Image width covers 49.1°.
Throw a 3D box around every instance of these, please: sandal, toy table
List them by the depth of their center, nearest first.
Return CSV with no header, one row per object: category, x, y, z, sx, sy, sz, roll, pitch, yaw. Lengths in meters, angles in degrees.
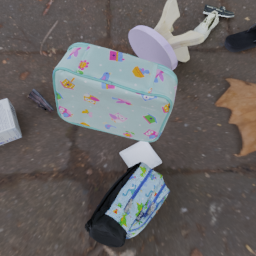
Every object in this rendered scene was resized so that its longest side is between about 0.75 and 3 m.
toy table,1.371,-3.282,10.468,1.603,2.516,2.737,-35,52,-10
sandal,5.413,-3.929,11.749,2.808,0.601,1.068,-25,64,-13

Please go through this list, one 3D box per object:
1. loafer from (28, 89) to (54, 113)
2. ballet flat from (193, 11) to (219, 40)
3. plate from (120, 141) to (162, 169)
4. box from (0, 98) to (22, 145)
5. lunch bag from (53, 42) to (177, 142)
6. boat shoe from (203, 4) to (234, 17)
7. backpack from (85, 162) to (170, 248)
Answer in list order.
loafer,-3.175,-0.916,10.215,0.415,0.473,1.317,-46,63,-3
ballet flat,3.311,-4.394,12.014,0.677,0.677,1.888,31,66,16
plate,0.414,1.005,9.240,1.050,0.170,1.048,-28,64,-15
box,-4.534,-0.117,9.538,1.403,0.736,1.290,-20,63,-12
lunch bag,-0.348,-0.686,6.328,2.635,2.113,1.016,16,59,3
boat shoe,4.086,-5.235,12.502,1.379,0.416,0.521,7,31,2
backpack,0.063,2.077,7.813,1.803,1.913,2.345,24,58,1
